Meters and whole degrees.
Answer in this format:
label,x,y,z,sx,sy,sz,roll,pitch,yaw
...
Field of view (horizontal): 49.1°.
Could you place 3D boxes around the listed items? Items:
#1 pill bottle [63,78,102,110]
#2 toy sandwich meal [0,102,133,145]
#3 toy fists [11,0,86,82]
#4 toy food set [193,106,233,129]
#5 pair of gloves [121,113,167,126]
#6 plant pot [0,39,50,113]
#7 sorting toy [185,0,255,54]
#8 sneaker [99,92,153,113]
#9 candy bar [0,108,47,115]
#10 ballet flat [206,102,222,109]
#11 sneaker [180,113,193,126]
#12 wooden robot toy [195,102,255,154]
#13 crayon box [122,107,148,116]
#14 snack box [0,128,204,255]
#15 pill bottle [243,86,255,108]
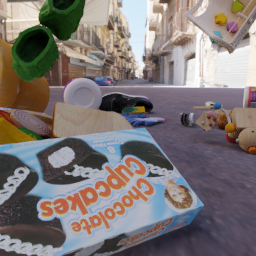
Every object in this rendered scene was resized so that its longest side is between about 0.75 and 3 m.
label,x,y,z,sx,sy,sz,roll,pitch,yaw
pill bottle,-2.090,-1.428,12.354,1.533,1.533,2.727,-3,11,-15
toy sandwich meal,-0.962,0.111,4.019,2.388,0.818,2.388,23,18,-8
toy fists,-1.909,-2.347,6.836,0.929,2.702,1.377,28,-12,-2
toy food set,3.255,-0.213,9.086,1.662,0.412,2.615,-3,18,-16
pair of gloves,0.320,-0.302,9.959,1.525,0.216,1.896,-6,13,-38
plant pot,-4.141,-1.304,9.198,2.893,2.893,2.649,5,-4,25
sorting toy,2.156,-2.625,6.476,1.450,1.610,0.860,35,-6,9
sneaker,-0.089,-1.062,12.334,2.444,0.926,1.070,-2,16,-11
candy bar,-2.605,-0.303,6.455,2.214,0.245,0.552,7,5,-45
ballet flat,4.274,-1.117,14.163,0.361,0.361,1.039,-8,13,-36
sneaker,1.932,-0.287,9.247,0.436,0.431,1.099,7,0,12
wooden robot toy,2.800,0.185,6.222,2.506,1.104,1.137,2,46,9
crayon box,0.278,-0.648,11.168,0.956,0.246,0.601,-2,-12,-15
snack box,-0.446,0.619,2.723,2.129,0.395,1.237,-7,45,-32
pill bottle,6.693,-1.424,13.453,2.083,1.160,1.160,4,11,19
